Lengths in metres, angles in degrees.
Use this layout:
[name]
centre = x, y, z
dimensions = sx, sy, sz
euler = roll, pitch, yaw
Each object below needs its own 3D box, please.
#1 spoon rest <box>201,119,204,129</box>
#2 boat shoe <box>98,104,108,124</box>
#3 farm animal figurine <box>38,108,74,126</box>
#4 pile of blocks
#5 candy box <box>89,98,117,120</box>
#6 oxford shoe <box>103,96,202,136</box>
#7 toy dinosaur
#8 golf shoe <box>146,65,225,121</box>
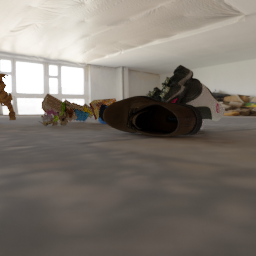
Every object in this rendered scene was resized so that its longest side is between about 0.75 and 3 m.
[spoon rest]
centre = 1.201, -0.469, 7.848
dimensions = 1.451, 0.885, 2.921
euler = -1, 4, -13
[boat shoe]
centre = 0.036, -0.556, 10.283
dimensions = 2.295, 0.788, 0.966
euler = -2, 4, -38
[farm animal figurine]
centre = -2.047, -0.245, 8.126
dimensions = 0.775, 0.483, 0.960
euler = -23, -10, 41
[pile of blocks]
centre = -2.566, -0.552, 12.049
dimensions = 0.890, 1.176, 2.865
euler = -46, -32, 24
[candy box]
centre = -0.924, -0.799, 11.699
dimensions = 0.368, 0.768, 1.331
euler = -29, -12, 38
[oxford shoe]
centre = 0.204, -0.218, 4.740
dimensions = 1.898, 0.690, 0.801
euler = 2, 5, 39
[toy dinosaur]
centre = -2.573, -0.801, 5.476
dimensions = 0.448, 1.485, 0.789
euler = -29, 40, 1
[golf shoe]
centre = 0.878, -0.302, 6.009
dimensions = 1.190, 1.043, 2.702
euler = 32, -13, -9
